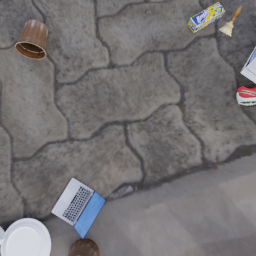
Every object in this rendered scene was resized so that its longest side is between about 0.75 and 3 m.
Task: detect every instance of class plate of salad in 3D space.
[{"bbox_3d":[-3.776,4.400,10.445,1.984,0.476,1.984,-3,73,9],"label":"plate of salad"}]

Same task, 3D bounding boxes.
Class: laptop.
[{"bbox_3d":[-1.884,2.929,10.468,1.657,0.960,1.551,30,80,5],"label":"laptop"}]

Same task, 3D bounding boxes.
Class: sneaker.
[{"bbox_3d":[5.561,-1.444,11.362,2.240,0.863,0.951,-3,75,-1],"label":"sneaker"}]

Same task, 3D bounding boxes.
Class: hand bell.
[{"bbox_3d":[2.866,-2.951,7.661,0.399,0.399,0.765,32,115,6],"label":"hand bell"}]

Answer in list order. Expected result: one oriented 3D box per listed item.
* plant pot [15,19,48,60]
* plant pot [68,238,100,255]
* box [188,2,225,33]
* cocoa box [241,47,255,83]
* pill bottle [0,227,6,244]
[{"bbox_3d":[-3.901,-3.716,11.645,1.245,1.245,1.233,7,72,1],"label":"plant pot"},{"bbox_3d":[-1.655,4.685,9.980,1.186,1.268,1.186,0,80,0],"label":"plant pot"},{"bbox_3d":[3.386,-4.786,12.149,1.517,0.488,0.531,-31,81,-6],"label":"box"},{"bbox_3d":[5.804,-2.845,10.908,1.548,1.523,2.322,36,61,6],"label":"cocoa box"},{"bbox_3d":[-5.749,4.647,9.810,1.610,1.610,2.815,38,82,7],"label":"pill bottle"}]
